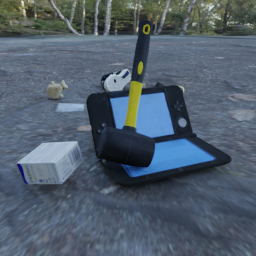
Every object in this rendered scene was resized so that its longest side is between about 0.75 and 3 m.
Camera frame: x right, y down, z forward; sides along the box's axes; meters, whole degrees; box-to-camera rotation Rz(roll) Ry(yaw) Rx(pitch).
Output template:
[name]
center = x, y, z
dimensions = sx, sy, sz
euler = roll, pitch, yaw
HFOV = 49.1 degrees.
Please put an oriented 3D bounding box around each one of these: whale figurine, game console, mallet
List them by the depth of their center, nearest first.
[mallet]
center = 0.005, -0.755, 5.194
dimensions = 0.966, 2.933, 0.604
euler = 6, -16, -14
[game console]
center = 0.557, -0.024, 5.745
dimensions = 2.379, 2.092, 1.384
euler = -8, -11, -21
[whale figurine]
center = -2.481, -1.399, 9.987
dimensions = 0.848, 0.675, 0.440
euler = -28, 13, 24

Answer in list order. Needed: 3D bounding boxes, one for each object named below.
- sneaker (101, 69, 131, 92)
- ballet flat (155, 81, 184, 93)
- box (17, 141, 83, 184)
[sneaker]
center = -0.739, -1.754, 11.123
dimensions = 1.101, 0.719, 1.969
euler = -7, 20, 29
[ballet flat]
center = 1.565, -1.421, 10.121
dimensions = 1.619, 0.460, 0.538
euler = -9, 38, -46
[box]
center = -1.310, 0.586, 4.786
dimensions = 0.794, 0.416, 0.730
euler = -3, 23, 23
